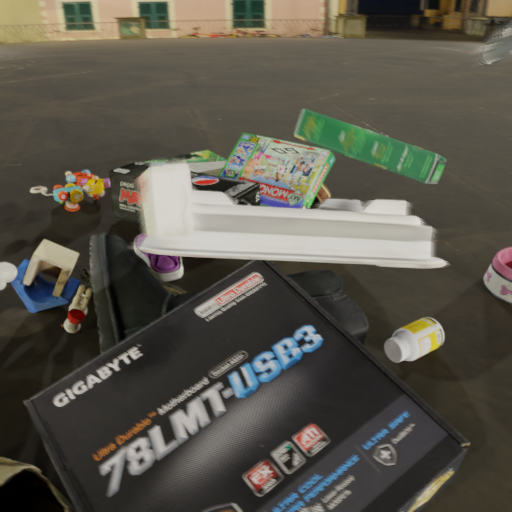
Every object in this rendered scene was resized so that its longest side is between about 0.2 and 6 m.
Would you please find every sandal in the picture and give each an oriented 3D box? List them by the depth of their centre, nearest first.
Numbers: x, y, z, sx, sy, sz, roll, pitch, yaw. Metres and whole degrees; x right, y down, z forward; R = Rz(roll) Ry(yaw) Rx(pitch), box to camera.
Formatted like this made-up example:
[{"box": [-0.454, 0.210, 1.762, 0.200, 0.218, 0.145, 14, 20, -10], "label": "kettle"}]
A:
[{"box": [-1.760, -0.139, 10.374, 0.796, 0.481, 1.955, -12, 29, -22], "label": "sandal"}]

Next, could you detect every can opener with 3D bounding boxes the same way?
[{"box": [4.451, -3.753, 9.439, 1.414, 0.377, 0.473, -39, 44, 7], "label": "can opener"}]

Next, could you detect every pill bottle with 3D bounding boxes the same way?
[{"box": [2.184, 1.185, 7.789, 0.822, 0.460, 0.460, -17, 31, -31], "label": "pill bottle"}]

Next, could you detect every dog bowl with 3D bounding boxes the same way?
[{"box": [4.618, 0.331, 9.391, 1.463, 0.540, 1.463, -1, 27, 0], "label": "dog bowl"}]

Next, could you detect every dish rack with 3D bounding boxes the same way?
[{"box": [0.325, -0.403, 7.068, 3.404, 0.741, 2.921, 2, 7, -8], "label": "dish rack"}]

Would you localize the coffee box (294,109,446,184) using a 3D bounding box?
[{"box": [0.966, -0.902, 4.687, 1.156, 0.254, 0.711, 24, 15, 19], "label": "coffee box"}]

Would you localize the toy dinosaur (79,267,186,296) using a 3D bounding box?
[{"box": [-1.996, 0.500, 9.021, 2.783, 0.661, 1.227, 24, 29, 33], "label": "toy dinosaur"}]

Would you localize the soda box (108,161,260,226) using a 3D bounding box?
[{"box": [-1.507, -1.112, 11.565, 3.188, 1.128, 1.010, 15, 28, 28], "label": "soda box"}]

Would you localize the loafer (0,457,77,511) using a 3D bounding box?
[{"box": [-2.348, 2.302, 5.275, 2.197, 0.741, 0.835, 13, 30, 24], "label": "loafer"}]

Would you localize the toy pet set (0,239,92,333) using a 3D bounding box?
[{"box": [-3.448, 0.546, 8.398, 1.900, 1.009, 1.774, 24, 24, -13], "label": "toy pet set"}]

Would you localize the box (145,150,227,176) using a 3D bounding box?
[{"box": [-1.842, -2.213, 14.542, 2.244, 0.408, 1.619, -16, 31, -30], "label": "box"}]

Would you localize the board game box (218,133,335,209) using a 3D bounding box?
[{"box": [0.340, -1.855, 12.799, 2.499, 0.364, 1.682, 19, 73, 33], "label": "board game box"}]

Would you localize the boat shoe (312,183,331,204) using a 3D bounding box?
[{"box": [0.683, -1.778, 13.363, 2.465, 0.887, 0.832, 34, 79, 32], "label": "boat shoe"}]

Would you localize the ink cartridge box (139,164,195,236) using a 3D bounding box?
[{"box": [-0.832, -0.497, 5.161, 0.351, 0.611, 0.842, -8, 5, -17], "label": "ink cartridge box"}]

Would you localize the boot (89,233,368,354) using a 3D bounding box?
[{"box": [-0.483, 0.560, 7.883, 3.379, 1.109, 2.785, -11, 51, -12], "label": "boot"}]

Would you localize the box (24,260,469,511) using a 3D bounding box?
[{"box": [-0.186, 1.664, 5.184, 2.931, 0.728, 2.909, -30, 52, -21], "label": "box"}]

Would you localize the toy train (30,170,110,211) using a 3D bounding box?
[{"box": [-4.252, -1.516, 13.111, 1.423, 0.527, 1.894, 9, 25, 20], "label": "toy train"}]
